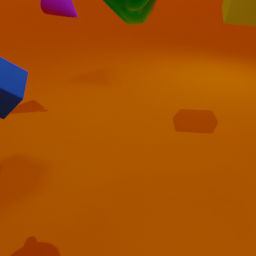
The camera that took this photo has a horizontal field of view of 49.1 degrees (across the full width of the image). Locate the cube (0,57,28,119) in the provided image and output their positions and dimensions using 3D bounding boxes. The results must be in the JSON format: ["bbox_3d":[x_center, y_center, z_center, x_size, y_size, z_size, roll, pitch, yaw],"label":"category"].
[{"bbox_3d":[-2.779,-0.878,5.962,0.864,0.864,0.864,28,41,-37],"label":"cube"}]

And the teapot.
[{"bbox_3d":[0.028,-1.789,3.546,0.918,0.723,1.476,34,21,-36],"label":"teapot"}]

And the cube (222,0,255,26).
[{"bbox_3d":[3.379,-3.684,8.016,1.054,1.054,1.054,8,49,5],"label":"cube"}]

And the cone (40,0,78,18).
[{"bbox_3d":[-1.950,-3.761,8.797,1.099,1.095,1.095,41,42,11],"label":"cone"}]
